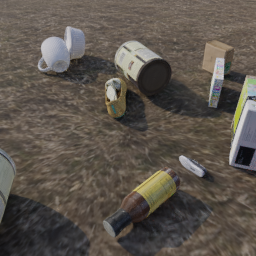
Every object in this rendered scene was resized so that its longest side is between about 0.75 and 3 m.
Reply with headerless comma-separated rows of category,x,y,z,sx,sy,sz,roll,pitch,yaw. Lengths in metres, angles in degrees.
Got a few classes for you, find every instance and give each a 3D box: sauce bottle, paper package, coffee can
sauce bottle,0.345,1.736,6.651,2.144,0.694,0.694,-30,47,-31
paper package,3.944,-3.041,12.265,0.643,1.243,1.185,-22,42,-25
coffee can,-3.500,1.669,5.834,1.763,1.763,2.409,-3,38,-4
coffee can,0.564,-2.453,11.289,1.512,1.512,2.066,-17,41,-21

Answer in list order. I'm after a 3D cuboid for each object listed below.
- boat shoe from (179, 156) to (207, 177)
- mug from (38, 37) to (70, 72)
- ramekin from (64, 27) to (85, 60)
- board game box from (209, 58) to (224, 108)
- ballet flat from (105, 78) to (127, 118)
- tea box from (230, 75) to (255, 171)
boat shoe,1.831,1.024,7.871,0.283,0.299,0.835,-31,50,-33
mug,-3.346,-3.088,12.545,1.559,1.151,1.367,-30,56,7
ramekin,-2.548,-4.037,13.405,0.708,1.521,1.521,-5,37,-24
board game box,3.379,-1.751,10.670,0.304,1.193,1.774,10,40,13
ballet flat,-0.480,-1.381,10.406,0.851,0.782,2.480,-23,38,9
tea box,3.780,-0.132,7.948,1.329,1.988,1.956,11,40,13
